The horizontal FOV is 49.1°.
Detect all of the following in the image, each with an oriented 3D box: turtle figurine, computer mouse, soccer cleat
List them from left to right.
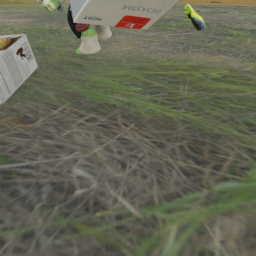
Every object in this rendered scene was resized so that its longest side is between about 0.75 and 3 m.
[{"bbox_3d":[-1.593,-3.537,7.458,2.900,2.812,2.087,-17,40,-5],"label":"turtle figurine"},{"bbox_3d":[-1.523,-3.873,8.977,0.499,2.167,1.521,7,2,5],"label":"computer mouse"},{"bbox_3d":[2.197,-3.634,9.202,0.404,0.965,0.312,-32,-2,-31],"label":"soccer cleat"}]

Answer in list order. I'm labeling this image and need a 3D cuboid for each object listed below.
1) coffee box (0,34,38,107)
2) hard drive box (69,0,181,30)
[{"bbox_3d":[-2.820,-1.032,5.459,1.152,0.813,2.038,1,39,15],"label":"coffee box"},{"bbox_3d":[0.221,-2.733,4.823,1.818,0.896,2.333,-8,-7,-32],"label":"hard drive box"}]
